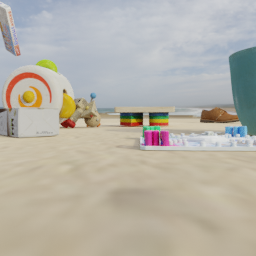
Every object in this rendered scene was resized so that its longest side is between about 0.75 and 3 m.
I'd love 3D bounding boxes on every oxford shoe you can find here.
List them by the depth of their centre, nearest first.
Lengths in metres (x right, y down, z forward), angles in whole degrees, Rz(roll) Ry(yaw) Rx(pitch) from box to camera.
[{"bbox_3d":[5.205,-0.719,15.714,2.604,0.928,0.929,5,4,45],"label":"oxford shoe"}]

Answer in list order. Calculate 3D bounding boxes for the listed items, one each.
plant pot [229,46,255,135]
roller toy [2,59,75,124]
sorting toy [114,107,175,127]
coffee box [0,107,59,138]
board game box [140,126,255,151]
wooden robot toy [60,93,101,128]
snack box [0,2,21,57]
[{"bbox_3d":[2.838,-0.612,5.162,1.889,1.516,1.889,1,2,0],"label":"plant pot"},{"bbox_3d":[-2.561,-0.846,8.045,1.772,1.943,1.358,-33,-1,9],"label":"roller toy"},{"bbox_3d":[0.573,-0.410,10.236,2.012,0.700,1.999,0,3,2],"label":"sorting toy"},{"bbox_3d":[-1.930,-0.121,5.286,0.746,0.520,1.304,-2,3,-41],"label":"coffee box"},{"bbox_3d":[0.988,0.100,3.685,1.654,0.214,1.653,0,3,3],"label":"board game box"},{"bbox_3d":[-1.491,-0.312,9.160,2.640,1.163,1.198,2,-32,50],"label":"wooden robot toy"},{"bbox_3d":[-3.405,-2.772,7.939,0.531,1.477,0.180,32,52,20],"label":"snack box"}]
